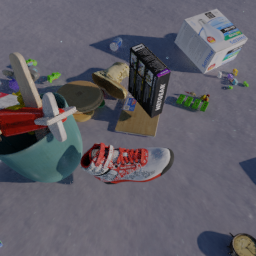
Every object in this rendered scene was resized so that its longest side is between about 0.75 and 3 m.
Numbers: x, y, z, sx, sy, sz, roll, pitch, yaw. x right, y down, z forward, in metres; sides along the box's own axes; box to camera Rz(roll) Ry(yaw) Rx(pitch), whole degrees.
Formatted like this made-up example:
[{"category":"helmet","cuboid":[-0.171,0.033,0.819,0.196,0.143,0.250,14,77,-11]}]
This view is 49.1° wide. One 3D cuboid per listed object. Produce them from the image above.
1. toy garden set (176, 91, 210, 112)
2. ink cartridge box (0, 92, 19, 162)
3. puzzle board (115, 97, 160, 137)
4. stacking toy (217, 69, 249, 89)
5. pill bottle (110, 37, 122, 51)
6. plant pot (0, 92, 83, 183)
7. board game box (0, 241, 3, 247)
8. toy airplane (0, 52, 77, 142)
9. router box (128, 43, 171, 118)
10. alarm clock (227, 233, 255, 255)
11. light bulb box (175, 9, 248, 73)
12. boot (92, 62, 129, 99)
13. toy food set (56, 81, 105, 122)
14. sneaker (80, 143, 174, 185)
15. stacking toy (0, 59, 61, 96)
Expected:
[{"category":"toy garden set","cuboid":[2.939,-1.217,12.445,1.299,0.259,1.083,20,51,20]},{"category":"ink cartridge box","cuboid":[-5.165,-0.060,10.637,2.035,1.180,2.757,15,49,14]},{"category":"puzzle board","cuboid":[0.493,-0.497,11.782,1.618,0.187,2.148,8,46,9]},{"category":"stacking toy","cuboid":[5.065,-2.368,13.522,0.989,0.308,1.312,-12,47,-11]},{"category":"pill bottle","cuboid":[-0.641,-4.735,15.717,0.478,0.478,0.852,17,47,16]},{"category":"plant pot","cuboid":[-2.736,0.515,9.152,2.666,2.140,2.666,-14,42,13]},{"category":"board game box","cuboid":[-4.253,3.197,8.139,0.770,0.196,1.138,-31,53,-27]},{"category":"toy airplane","cuboid":[-2.701,-0.402,8.171,2.740,2.752,1.942,35,26,-1]},{"category":"router box","cuboid":[0.706,-1.704,10.480,0.589,2.308,1.721,-27,61,-19]},{"category":"alarm clock","cuboid":[3.375,3.413,7.798,1.166,0.388,0.787,13,46,15]},{"category":"light bulb box","cuboid":[4.190,-4.460,14.295,2.412,1.518,2.433,-27,69,-24]},{"category":"boot","cuboid":[-0.412,-2.298,13.140,1.695,0.794,2.181,-34,51,-29]},{"category":"toy food set","cuboid":[-2.107,-1.308,12.308,2.252,0.548,2.229,27,51,24]},{"category":"sneaker","cuboid":[-0.148,0.926,7.997,2.683,1.438,0.896,-19,49,34]},{"category":"stacking toy","cuboid":[-4.865,-2.274,13.276,2.030,0.633,2.692,32,52,25]}]
